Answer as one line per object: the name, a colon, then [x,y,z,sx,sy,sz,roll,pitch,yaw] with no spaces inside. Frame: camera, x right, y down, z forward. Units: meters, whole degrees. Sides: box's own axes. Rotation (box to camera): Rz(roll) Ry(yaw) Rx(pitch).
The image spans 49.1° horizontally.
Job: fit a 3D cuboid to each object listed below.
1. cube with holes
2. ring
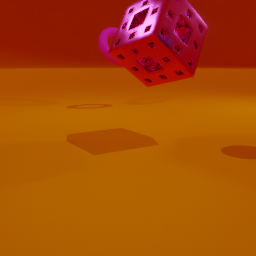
cube with holes: [0.679,-1.937,6.171,1.362,1.362,1.362,34,-25,-35]
ring: [-0.378,-3.178,10.989,1.695,1.695,0.339,-10,-14,-37]
